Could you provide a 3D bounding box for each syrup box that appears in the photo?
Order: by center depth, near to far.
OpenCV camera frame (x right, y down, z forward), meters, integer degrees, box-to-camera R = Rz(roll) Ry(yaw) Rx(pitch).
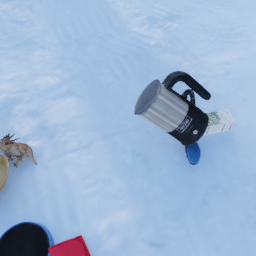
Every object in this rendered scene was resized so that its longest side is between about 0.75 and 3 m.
[{"bbox_3d":[3.313,-0.192,11.195,1.661,0.676,0.654,-10,56,-7],"label":"syrup box"}]

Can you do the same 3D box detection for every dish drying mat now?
[{"bbox_3d":[-1.260,4.584,7.975,1.128,0.267,2.938,-13,55,-30],"label":"dish drying mat"}]

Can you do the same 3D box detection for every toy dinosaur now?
[{"bbox_3d":[-4.198,0.778,10.545,1.812,0.778,1.228,15,28,-6],"label":"toy dinosaur"}]

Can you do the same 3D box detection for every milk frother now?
[{"bbox_3d":[1.578,-0.894,10.498,2.322,2.469,2.228,32,86,-20],"label":"milk frother"}]

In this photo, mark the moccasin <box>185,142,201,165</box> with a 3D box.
[{"bbox_3d":[2.446,0.806,10.642,0.585,0.495,1.453,7,51,-1],"label":"moccasin"}]

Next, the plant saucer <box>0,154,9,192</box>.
[{"bbox_3d":[-5.018,1.915,9.605,2.294,0.406,2.294,-12,45,13],"label":"plant saucer"}]

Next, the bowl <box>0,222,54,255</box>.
[{"bbox_3d":[-3.222,3.794,8.652,1.830,0.359,1.830,0,55,0],"label":"bowl"}]
